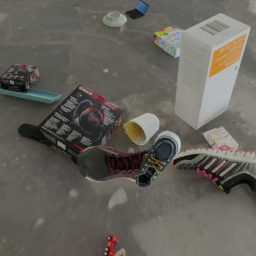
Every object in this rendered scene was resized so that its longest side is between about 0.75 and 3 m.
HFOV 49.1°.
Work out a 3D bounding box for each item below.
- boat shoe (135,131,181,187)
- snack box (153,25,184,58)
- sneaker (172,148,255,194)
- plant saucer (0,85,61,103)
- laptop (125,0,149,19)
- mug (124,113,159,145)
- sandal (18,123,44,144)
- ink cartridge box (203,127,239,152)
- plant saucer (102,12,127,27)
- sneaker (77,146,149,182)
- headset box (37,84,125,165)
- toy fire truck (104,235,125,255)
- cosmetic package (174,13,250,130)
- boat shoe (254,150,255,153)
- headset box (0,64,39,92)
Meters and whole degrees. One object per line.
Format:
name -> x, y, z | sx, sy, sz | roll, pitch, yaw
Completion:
boat shoe -> 0.546, 0.651, 5.298 | 0.481, 1.359, 0.617 | 32, 52, 8
snack box -> 1.975, -3.689, 11.821 | 1.214, 0.487, 1.440 | -30, 58, -23
sneaker -> 2.420, 1.185, 7.517 | 2.510, 0.926, 1.098 | 2, 72, 17
plant saucer -> -3.515, -1.207, 9.789 | 2.223, 0.211, 0.777 | 11, 21, 11
laptop -> 0.433, -5.726, 13.509 | 0.880, 0.454, 0.779 | -26, 55, -20
mug -> 0.448, -0.102, 8.710 | 1.051, 0.841, 0.863 | 40, 53, 21
sandal -> -2.741, 0.152, 8.747 | 1.529, 0.366, 0.575 | 11, 53, 6
ink cartridge box -> 2.824, 0.348, 8.617 | 0.578, 0.335, 0.992 | -21, 54, -16
plant saucer -> -0.635, -5.177, 13.170 | 1.147, 0.288, 1.147 | 0, 50, 0
sneaker -> 0.033, 0.694, 6.244 | 2.161, 1.248, 0.818 | 10, 64, -45
headset box -> -1.304, -0.167, 8.505 | 1.696, 0.856, 2.282 | 31, 56, 7
toy fire truck -> -0.267, 2.944, 6.578 | 0.555, 0.192, 0.786 | 7, 53, 7
cosmetic package -> 2.327, -1.535, 8.215 | 1.517, 2.991, 1.066 | -31, 54, -21
boat shoe -> 3.791, 1.505, 7.479 | 0.730, 0.624, 1.992 | -13, 52, -10
headset box -> -3.910, -1.881, 10.236 | 0.960, 0.484, 1.291 | 7, 40, 5
